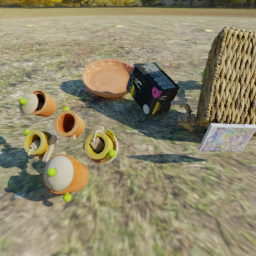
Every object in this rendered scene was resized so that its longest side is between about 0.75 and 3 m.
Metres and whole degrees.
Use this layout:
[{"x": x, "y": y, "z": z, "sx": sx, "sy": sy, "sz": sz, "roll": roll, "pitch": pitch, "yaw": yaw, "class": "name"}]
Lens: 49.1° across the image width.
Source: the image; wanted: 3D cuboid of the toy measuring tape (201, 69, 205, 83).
[{"x": 3.389, "y": -1.859, "z": 11.108, "sx": 0.926, "sy": 0.926, "sz": 2.518, "roll": 6, "pitch": 28, "yaw": 12, "class": "toy measuring tape"}]

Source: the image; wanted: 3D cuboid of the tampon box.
[{"x": 0.759, "y": -1.287, "z": 9.119, "sx": 0.912, "sy": 1.082, "sz": 1.444, "roll": -13, "pitch": 51, "yaw": -31, "class": "tampon box"}]

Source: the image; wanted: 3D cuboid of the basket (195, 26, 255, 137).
[{"x": 3.075, "y": -1.129, "z": 7.656, "sx": 1.936, "sy": 2.599, "sz": 1.855, "roll": 11, "pitch": -1, "yaw": 4, "class": "basket"}]

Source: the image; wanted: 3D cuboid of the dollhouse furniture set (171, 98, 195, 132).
[{"x": 1.538, "y": -0.326, "z": 7.978, "sx": 0.502, "sy": 1.134, "sz": 0.588, "roll": -2, "pitch": 67, "yaw": 26, "class": "dollhouse furniture set"}]

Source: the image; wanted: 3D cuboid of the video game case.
[{"x": 2.113, "y": 0.220, "z": 5.968, "sx": 1.047, "sy": 0.749, "sz": 0.094, "roll": 2, "pitch": 43, "yaw": -12, "class": "video game case"}]

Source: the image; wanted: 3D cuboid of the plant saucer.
[{"x": -0.691, "y": -1.934, "z": 11.117, "sx": 2.268, "sy": 0.424, "sz": 2.268, "roll": 3, "pitch": 48, "yaw": -3, "class": "plant saucer"}]

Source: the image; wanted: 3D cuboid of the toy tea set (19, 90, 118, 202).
[{"x": -1.516, "y": 0.190, "z": 5.612, "sx": 2.588, "sy": 1.539, "sz": 0.958, "roll": 34, "pitch": 0, "yaw": 26, "class": "toy tea set"}]
